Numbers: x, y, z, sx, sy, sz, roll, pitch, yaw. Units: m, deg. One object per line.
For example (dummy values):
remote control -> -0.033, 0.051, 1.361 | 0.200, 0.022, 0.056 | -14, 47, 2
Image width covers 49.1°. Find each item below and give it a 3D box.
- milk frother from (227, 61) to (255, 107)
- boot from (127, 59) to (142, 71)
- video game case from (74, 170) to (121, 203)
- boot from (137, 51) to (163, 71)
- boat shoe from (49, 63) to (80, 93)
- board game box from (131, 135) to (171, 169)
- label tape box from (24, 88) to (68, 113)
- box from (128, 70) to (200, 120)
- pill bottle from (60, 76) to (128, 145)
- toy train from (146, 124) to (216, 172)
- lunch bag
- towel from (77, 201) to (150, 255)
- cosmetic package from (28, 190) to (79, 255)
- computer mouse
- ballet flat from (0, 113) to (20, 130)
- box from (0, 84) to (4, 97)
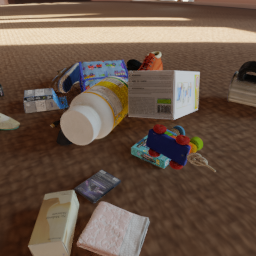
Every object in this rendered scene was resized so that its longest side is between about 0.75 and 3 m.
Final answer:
milk frother -> 5.497, -1.956, 11.388 | 2.097, 2.012, 2.229 | 19, 38, 28
boot -> 0.123, -3.062, 14.704 | 1.394, 0.630, 1.702 | -27, 41, -32
video game case -> -0.792, 1.516, 7.422 | 0.730, 0.097, 1.022 | 23, 39, 34
boot -> 0.870, -2.851, 13.552 | 0.987, 1.411, 2.632 | 19, 38, 26
boat shoe -> -2.950, -2.521, 13.442 | 0.931, 0.929, 2.573 | 6, 31, 13
board game box -> 0.839, 0.704, 8.605 | 1.188, 0.279, 0.897 | 21, 37, 32
label tape box -> -3.379, -1.185, 11.546 | 1.680, 0.555, 1.204 | -9, 32, -13
box -> 1.348, -1.237, 9.744 | 1.627, 1.466, 2.892 | 6, 12, 28
pill bottle -> -0.974, -0.611, 9.476 | 1.600, 1.600, 2.837 | 12, 30, 19
toy train -> 1.429, 0.489, 6.536 | 1.842, 0.780, 1.066 | 27, 28, 36
lunch bag -> -0.933, -1.688, 12.049 | 2.067, 1.292, 2.746 | -6, 43, -13
towel -> -0.252, 2.151, 5.891 | 1.249, 0.211, 1.308 | 16, 25, 10
cosmetic package -> -1.543, 2.039, 6.025 | 0.745, 0.503, 1.416 | -10, 30, 3
computer mouse -> -2.214, -0.036, 9.748 | 1.214, 0.398, 1.728 | 8, 31, 12
ballet flat -> -4.793, -0.287, 10.015 | 1.786, 0.557, 0.602 | 3, 30, 5
box -> -5.963, -1.640, 12.373 | 0.775, 0.482, 0.575 | -17, 35, -27
